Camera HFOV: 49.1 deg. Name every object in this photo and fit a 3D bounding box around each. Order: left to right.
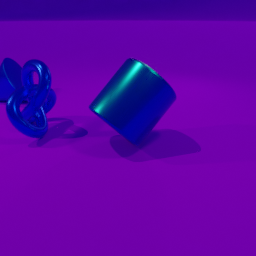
[{"bbox_3d":[-4.226,-1.252,9.271,1.577,1.571,1.571,-26,22,8],"label":"cone"},{"bbox_3d":[-2.273,-0.772,6.801,0.869,1.760,1.881,8,15,-7],"label":"knot shape"},{"bbox_3d":[0.097,-0.539,6.084,1.389,1.389,1.389,39,-2,2],"label":"cylinder"}]
